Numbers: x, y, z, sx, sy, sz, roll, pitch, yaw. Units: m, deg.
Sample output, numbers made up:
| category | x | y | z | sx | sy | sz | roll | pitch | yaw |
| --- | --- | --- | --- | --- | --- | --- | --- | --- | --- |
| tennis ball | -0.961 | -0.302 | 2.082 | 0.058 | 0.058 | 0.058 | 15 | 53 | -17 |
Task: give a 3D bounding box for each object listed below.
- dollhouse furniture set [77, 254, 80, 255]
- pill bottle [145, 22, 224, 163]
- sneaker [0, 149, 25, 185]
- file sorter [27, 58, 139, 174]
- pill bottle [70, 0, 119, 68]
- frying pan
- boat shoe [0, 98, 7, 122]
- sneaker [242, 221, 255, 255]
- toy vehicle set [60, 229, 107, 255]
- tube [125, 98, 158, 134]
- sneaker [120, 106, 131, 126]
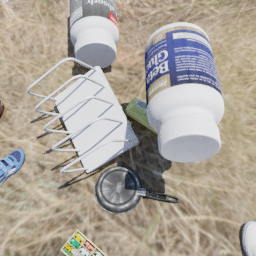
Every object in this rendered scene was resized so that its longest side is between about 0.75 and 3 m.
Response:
| category | x | y | z | sx | sy | sz | roll | pitch | yaw |
| --- | --- | --- | --- | --- | --- | --- | --- | --- | --- |
| dollhouse furniture set | -1.074 | 3.616 | 6.643 | 1.011 | 0.448 | 0.524 | 44 | 86 | 11 |
| pill bottle | 1.186 | -0.785 | 6.140 | 1.601 | 1.601 | 2.882 | 0 | 57 | 0 |
| sneaker | -3.465 | 1.110 | 7.842 | 0.503 | 0.560 | 1.362 | 33 | 68 | 17 |
| file sorter | -1.264 | -0.302 | 7.405 | 1.766 | 1.584 | 2.544 | -32 | 74 | 18 |
| pill bottle | -1.136 | -3.496 | 9.405 | 1.614 | 1.614 | 2.785 | -5 | 66 | -2 |
| frying pan | 0.122 | 1.882 | 7.631 | 2.281 | 0.371 | 1.380 | 29 | 69 | 16 |
| boat shoe | -4.736 | 0.176 | 8.021 | 1.050 | 1.049 | 2.983 | 22 | 68 | 8 |
| sneaker | 3.299 | 3.220 | 6.795 | 0.682 | 0.662 | 1.869 | -4 | 65 | -2 |
| toy vehicle set | -1.121 | 3.172 | 7.111 | 1.022 | 0.135 | 0.635 | 35 | 70 | 15 |
| tube | 1.014 | -0.096 | 8.446 | 2.307 | 0.669 | 0.599 | 31 | 24 | 11 |
| sneaker | -0.690 | -0.572 | 8.626 | 0.897 | 0.776 | 2.070 | -30 | 71 | -27 |
